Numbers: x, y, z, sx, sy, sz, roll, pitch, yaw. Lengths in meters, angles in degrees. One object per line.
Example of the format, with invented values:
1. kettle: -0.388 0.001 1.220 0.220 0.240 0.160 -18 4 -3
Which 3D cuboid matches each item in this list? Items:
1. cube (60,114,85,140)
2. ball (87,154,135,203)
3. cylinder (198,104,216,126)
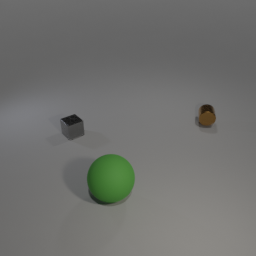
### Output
1. cube: -2.265 -0.044 11.411 0.700 0.700 0.700 -23 39 -32
2. ball: -0.496 1.466 8.208 1.400 1.400 1.400 0 31 0
3. cylinder: 3.380 -0.556 12.001 0.700 0.700 0.700 5 33 8
